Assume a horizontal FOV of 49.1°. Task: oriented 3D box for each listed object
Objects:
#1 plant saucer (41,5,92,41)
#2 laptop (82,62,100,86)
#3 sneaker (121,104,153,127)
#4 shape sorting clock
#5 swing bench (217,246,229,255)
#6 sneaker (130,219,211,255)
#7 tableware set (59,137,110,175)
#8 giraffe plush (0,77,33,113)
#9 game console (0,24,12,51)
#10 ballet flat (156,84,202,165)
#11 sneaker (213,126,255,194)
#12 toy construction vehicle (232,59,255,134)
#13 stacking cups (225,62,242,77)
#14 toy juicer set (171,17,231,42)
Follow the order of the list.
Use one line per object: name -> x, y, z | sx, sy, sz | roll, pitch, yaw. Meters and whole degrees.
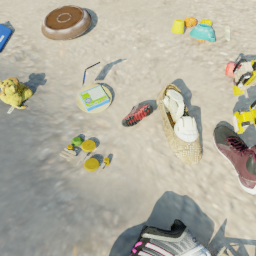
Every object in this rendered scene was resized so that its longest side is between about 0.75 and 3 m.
plant saucer -> -2.674, -4.577, 11.922 | 2.229, 0.358, 2.229 | -5, 55, 7
laptop -> -1.185, -1.778, 9.101 | 0.833, 0.430, 0.739 | -26, 17, 3
sneaker -> 0.235, -0.426, 8.940 | 1.135, 0.401, 0.554 | -33, 36, -12
shape sorting clock -> -1.143, -0.990, 9.485 | 1.181, 0.232, 1.181 | -1, 57, 1
swing bench -> 2.147, 3.362, 5.976 | 1.071, 0.695, 1.065 | 33, 60, 28
sneaker -> 0.352, 2.856, 6.154 | 2.794, 1.031, 1.222 | -16, 54, -17
tableware set -> -1.193, 0.785, 8.202 | 1.432, 0.220, 0.965 | 23, 54, 18
giraffe plush -> -3.835, -1.251, 9.210 | 1.053, 0.990, 1.220 | 1, 53, 1
game console -> -5.784, -3.590, 11.488 | 1.376, 0.954, 1.612 | 25, 51, -21
ballet flat -> 1.533, -0.253, 8.487 | 0.997, 0.923, 2.827 | -9, 55, -16
sneaker -> 3.206, 0.555, 7.657 | 0.858, 1.309, 2.267 | -16, 55, -12
toy construction vehicle -> 3.417, -0.806, 7.576 | 0.751, 2.132, 1.856 | -7, 72, 1
stacking cups -> 4.744, -1.995, 9.976 | 2.396, 0.725, 0.725 | 12, 54, 11
toy juicer set -> 3.182, -3.934, 11.502 | 2.531, 0.689, 1.610 | 27, 42, 26
